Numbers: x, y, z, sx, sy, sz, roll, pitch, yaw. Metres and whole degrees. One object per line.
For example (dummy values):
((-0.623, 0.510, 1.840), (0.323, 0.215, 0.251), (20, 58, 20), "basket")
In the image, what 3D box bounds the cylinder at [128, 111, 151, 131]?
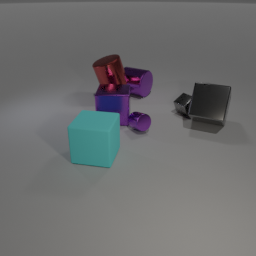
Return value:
((0.464, -0.277, 11.306), (0.700, 0.700, 0.700), (-16, 18, -27), "cylinder")

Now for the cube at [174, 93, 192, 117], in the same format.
((2.618, -1.052, 12.761), (0.700, 0.700, 0.700), (-41, 42, -16), "cube")

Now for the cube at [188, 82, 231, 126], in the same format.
((3.382, -0.955, 11.504), (1.400, 1.400, 1.400), (12, -4, 21), "cube")

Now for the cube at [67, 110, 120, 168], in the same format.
((-1.106, 0.334, 9.583), (1.400, 1.400, 1.400), (5, 28, 10), "cube")

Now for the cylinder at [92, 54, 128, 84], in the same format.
((-0.854, -2.674, 13.712), (1.400, 1.400, 1.400), (-16, 30, 9), "cylinder")

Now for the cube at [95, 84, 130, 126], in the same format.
((-0.625, -1.027, 12.172), (1.400, 1.400, 1.400), (1, 27, 2), "cube")

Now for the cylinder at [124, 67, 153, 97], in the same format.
((0.404, -2.463, 14.908), (1.400, 1.400, 1.400), (16, 32, 28), "cylinder")
